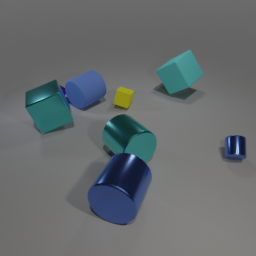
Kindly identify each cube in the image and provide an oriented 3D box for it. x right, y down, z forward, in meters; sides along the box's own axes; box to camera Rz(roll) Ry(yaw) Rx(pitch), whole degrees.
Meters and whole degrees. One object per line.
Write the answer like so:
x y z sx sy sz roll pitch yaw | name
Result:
-0.187 -1.422 12.989 0.700 0.700 0.700 18 24 7 | cube
2.553 -2.731 13.808 1.400 1.400 1.400 -41 15 -34 | cube
-3.210 -0.884 11.421 1.400 1.400 1.400 -24 36 -4 | cube

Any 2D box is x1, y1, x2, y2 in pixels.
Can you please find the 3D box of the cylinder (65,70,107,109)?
-1.969 -1.803 13.106 1.400 1.400 1.400 25 44 34 | cylinder

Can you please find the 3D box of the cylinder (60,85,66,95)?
-3.394 -1.740 13.315 0.700 0.700 0.700 28 16 -34 | cylinder

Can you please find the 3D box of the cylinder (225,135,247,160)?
3.712 0.685 9.673 0.700 0.700 0.700 5 70 7 | cylinder

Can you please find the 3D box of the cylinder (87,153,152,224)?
-0.190 1.635 7.727 1.400 1.400 1.400 11 34 17 | cylinder

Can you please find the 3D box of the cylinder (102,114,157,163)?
0.037 0.425 9.645 1.400 1.400 1.400 -19 37 -27 | cylinder
